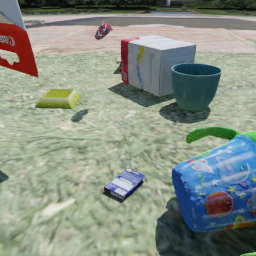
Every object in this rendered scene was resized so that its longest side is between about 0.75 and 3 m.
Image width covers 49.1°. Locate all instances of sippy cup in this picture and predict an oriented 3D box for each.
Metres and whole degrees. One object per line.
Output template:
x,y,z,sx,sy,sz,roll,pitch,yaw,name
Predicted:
1.630,1.009,4.783,1.551,1.662,2.116,-14,19,-4,sippy cup

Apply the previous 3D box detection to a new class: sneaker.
-0.820,-3.205,9.187,0.384,0.415,1.030,-37,14,33,sneaker

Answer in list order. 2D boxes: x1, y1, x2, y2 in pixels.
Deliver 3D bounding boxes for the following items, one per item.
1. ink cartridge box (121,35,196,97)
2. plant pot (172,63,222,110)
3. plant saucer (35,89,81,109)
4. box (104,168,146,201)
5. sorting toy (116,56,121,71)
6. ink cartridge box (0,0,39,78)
1.176,-2.630,11.486,1.860,1.851,2.559,-18,32,-31,ink cartridge box
2.276,-1.387,9.633,1.644,1.320,1.644,0,27,0,plant pot
-2.529,-1.123,10.211,1.360,0.326,1.358,2,27,3,plant saucer
-0.043,1.160,5.889,0.511,0.137,0.844,19,34,32,box
0.361,-3.289,14.239,1.615,0.565,1.624,5,27,9,sorting toy
-3.193,-2.517,5.868,2.412,2.974,0.746,20,41,36,ink cartridge box
